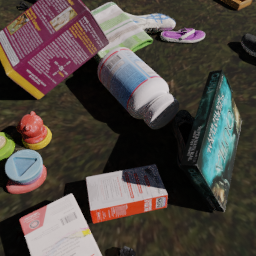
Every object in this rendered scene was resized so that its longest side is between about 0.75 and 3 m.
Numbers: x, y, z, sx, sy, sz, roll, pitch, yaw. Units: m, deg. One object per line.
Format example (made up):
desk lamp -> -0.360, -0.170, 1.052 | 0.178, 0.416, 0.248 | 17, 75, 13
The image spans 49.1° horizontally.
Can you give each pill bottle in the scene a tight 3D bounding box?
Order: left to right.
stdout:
pill bottle -> 0.286, -1.157, 8.186 | 1.361, 1.361, 2.503 | -29, 59, -20

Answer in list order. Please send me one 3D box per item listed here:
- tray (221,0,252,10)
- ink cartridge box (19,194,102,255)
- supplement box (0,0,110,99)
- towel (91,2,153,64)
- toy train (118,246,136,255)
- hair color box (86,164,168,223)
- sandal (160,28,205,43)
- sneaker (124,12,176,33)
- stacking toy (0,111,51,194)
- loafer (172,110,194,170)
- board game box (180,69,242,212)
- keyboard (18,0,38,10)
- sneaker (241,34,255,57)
tray -> 4.494, -5.807, 12.326 | 0.845, 0.317, 1.712 | -30, 59, -21
ink cartridge box -> -1.259, 2.601, 5.771 | 1.229, 0.712, 2.110 | -24, 55, -17
supplement box -> -2.393, -2.666, 8.630 | 2.928, 1.511, 1.917 | -37, 58, 3
towel -> -0.663, -3.281, 9.487 | 1.977, 0.407, 2.650 | -31, 57, -10
toy train -> -0.262, 3.375, 5.447 | 0.470, 0.350, 2.053 | 23, 55, 2
hair color box -> -0.049, 1.511, 6.572 | 1.738, 0.556, 0.964 | -10, 41, -7
sandal -> 2.097, -3.537, 10.548 | 1.715, 0.422, 0.698 | -5, 53, -4
sneaker -> 0.558, -3.832, 10.601 | 2.481, 0.892, 0.899 | 1, 79, -3
stacking toy -> -3.019, 0.579, 7.186 | 1.872, 0.873, 2.068 | -6, 53, -5
loafer -> 1.623, 0.153, 7.464 | 0.765, 0.670, 2.130 | 2, 44, 2
board game box -> 2.150, 0.262, 6.783 | 0.404, 1.943, 2.873 | -4, 48, 38
keyboard -> -3.519, -5.353, 12.010 | 2.816, 0.290, 1.789 | 28, 58, 20
sneaker -> 5.051, -2.872, 9.733 | 2.200, 0.931, 0.819 | 37, 60, 24
